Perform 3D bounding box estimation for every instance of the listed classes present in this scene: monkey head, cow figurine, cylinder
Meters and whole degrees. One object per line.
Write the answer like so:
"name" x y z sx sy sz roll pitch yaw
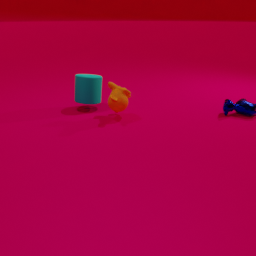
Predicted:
"monkey head" -0.367 -0.892 8.205 0.858 0.719 1.193 34 -11 9
"cow figurine" 3.392 -0.610 8.507 0.938 0.523 0.954 -18 34 -40
"cylinder" -1.265 -1.246 8.928 0.851 0.851 0.851 4 16 -1
